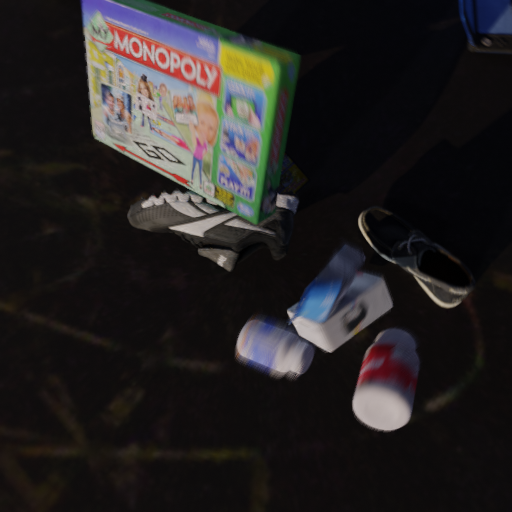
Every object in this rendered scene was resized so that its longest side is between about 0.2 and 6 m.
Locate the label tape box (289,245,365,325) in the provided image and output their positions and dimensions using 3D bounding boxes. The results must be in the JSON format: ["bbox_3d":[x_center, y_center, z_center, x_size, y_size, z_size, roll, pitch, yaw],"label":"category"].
[{"bbox_3d":[0.990,0.487,7.751,0.364,0.830,1.151,34,47,15],"label":"label tape box"}]

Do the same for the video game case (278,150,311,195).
[{"bbox_3d":[0.044,-1.322,9.741,1.412,0.180,1.276,-43,96,-12],"label":"video game case"}]

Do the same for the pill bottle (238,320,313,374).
[{"bbox_3d":[0.241,1.128,6.823,0.856,0.479,0.479,17,71,33],"label":"pill bottle"}]

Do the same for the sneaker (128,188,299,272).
[{"bbox_3d":[-0.717,-0.394,9.157,2.848,0.946,1.288,-1,80,3],"label":"sneaker"}]

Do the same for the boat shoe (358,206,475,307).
[{"bbox_3d":[2.654,-0.106,9.283,0.790,0.743,2.199,-44,76,-11],"label":"boat shoe"}]

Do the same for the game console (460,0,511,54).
[{"bbox_3d":[4.429,-4.832,10.671,1.392,0.965,1.630,3,73,2],"label":"game console"}]

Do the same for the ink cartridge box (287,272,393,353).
[{"bbox_3d":[1.271,0.807,8.609,1.284,0.936,0.532,-33,113,-18],"label":"ink cartridge box"}]

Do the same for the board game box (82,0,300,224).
[{"bbox_3d":[-1.140,-2.300,8.420,3.626,2.440,0.528,29,44,25],"label":"board game box"}]

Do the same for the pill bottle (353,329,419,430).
[{"bbox_3d":[1.782,1.608,7.533,0.734,0.734,1.307,23,38,7],"label":"pill bottle"}]
